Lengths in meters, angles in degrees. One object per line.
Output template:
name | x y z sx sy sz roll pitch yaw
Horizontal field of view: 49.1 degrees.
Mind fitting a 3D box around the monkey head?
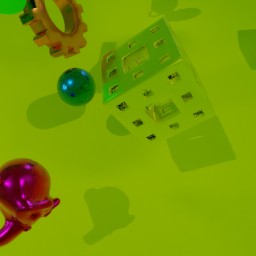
monkey head | -1.761 1.099 4.357 1.249 1.736 1.046 -42 80 -4

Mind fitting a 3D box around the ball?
ball | -1.094 -0.866 5.962 0.822 0.822 0.822 0 61 0

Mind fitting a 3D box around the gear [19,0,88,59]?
gear | -1.745 -2.743 6.717 0.383 2.072 2.072 -12 57 27

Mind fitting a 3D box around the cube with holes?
cube with holes | 0.483 -0.765 4.981 1.364 1.364 1.364 -28 42 20

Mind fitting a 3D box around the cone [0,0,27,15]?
cone | -2.503 -3.061 5.543 1.077 1.077 1.082 0 69 0
